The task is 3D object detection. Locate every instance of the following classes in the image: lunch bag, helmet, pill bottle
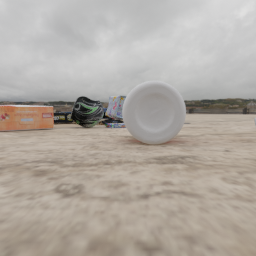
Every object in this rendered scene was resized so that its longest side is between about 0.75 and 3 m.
[{"bbox_3d":[0.163,-0.969,14.917,2.217,1.409,1.880,15,-2,-21],"label":"lunch bag"},{"bbox_3d":[-1.471,-0.574,10.472,1.094,1.148,1.148,19,3,-1],"label":"helmet"},{"bbox_3d":[0.491,-0.355,6.268,1.221,1.221,2.176,0,4,0],"label":"pill bottle"}]

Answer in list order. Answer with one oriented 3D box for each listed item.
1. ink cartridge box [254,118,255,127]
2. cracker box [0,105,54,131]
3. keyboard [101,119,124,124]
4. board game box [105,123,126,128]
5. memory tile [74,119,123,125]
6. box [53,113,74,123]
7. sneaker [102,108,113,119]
[{"bbox_3d":[4.982,-0.404,8.058,1.610,0.475,2.011,0,-18,-16],"label":"ink cartridge box"},{"bbox_3d":[-4.157,-0.387,9.901,1.913,0.824,2.856,-3,6,-43],"label":"cracker box"},{"bbox_3d":[-0.669,-0.247,12.499,0.733,0.157,1.221,23,16,35],"label":"keyboard"},{"bbox_3d":[-0.351,-0.090,10.624,0.864,0.149,0.585,-2,4,-27],"label":"board game box"},{"bbox_3d":[-1.266,-0.290,13.518,2.369,0.199,1.816,-2,4,-39],"label":"memory tile"},{"bbox_3d":[-3.684,-0.502,13.979,2.281,0.560,1.839,-3,2,-41],"label":"box"},{"bbox_3d":[-1.718,-0.970,19.937,2.702,0.947,1.052,9,29,43],"label":"sneaker"}]
